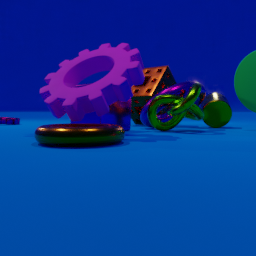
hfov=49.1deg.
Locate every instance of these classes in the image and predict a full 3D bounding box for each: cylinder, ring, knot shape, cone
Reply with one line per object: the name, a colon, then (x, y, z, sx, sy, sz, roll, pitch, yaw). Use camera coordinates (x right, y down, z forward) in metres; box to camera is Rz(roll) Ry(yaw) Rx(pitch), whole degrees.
cylinder: (2.495, -0.514, 7.981, 0.808, 0.808, 0.808, 1, 22, 12)
ring: (-0.713, 0.087, 4.243, 1.344, 0.269, 1.344, 0, 4, 0)
knot shape: (1.216, -0.501, 6.333, 1.394, 0.644, 1.305, -4, -28, -28)
ring: (1.190, -0.588, 7.431, 1.870, 0.374, 1.870, -22, -21, -9)
cone: (3.475, -1.145, 6.453, 1.445, 1.440, 1.440, -18, 14, -40)

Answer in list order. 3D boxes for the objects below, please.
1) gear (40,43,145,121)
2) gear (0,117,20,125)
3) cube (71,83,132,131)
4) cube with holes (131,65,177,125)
gear: (-0.666, -0.922, 5.232, 1.933, 0.358, 1.933, -14, 40, 12)
gear: (-4.403, -0.262, 9.758, 1.170, 0.216, 1.170, 3, 3, 0)
cube: (-0.628, -0.470, 6.590, 1.027, 1.027, 1.027, 2, 1, 39)
cube with holes: (0.732, -1.008, 8.981, 1.315, 1.315, 1.315, 3, -38, 39)
